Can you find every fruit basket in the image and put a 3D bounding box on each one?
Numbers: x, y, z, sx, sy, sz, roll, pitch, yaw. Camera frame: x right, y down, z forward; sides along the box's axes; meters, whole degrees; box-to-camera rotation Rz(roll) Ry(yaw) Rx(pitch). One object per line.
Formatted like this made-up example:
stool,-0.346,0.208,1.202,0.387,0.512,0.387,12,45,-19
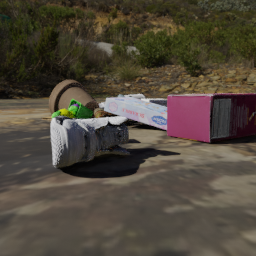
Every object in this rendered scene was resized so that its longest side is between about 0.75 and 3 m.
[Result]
fruit basket,-1.458,-0.205,6.845,1.068,1.068,0.770,-4,19,-30

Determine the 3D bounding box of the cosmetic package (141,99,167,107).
cosmetic package,1.188,-0.858,12.770,0.938,0.939,1.138,-2,8,-16

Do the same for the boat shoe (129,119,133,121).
boat shoe,-0.089,-0.708,12.113,1.666,0.608,0.524,18,-19,-10

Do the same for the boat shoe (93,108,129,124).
boat shoe,-0.572,-0.309,10.527,1.552,0.558,0.528,6,36,-36

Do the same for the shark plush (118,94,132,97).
shark plush,-0.019,-1.041,13.468,1.220,1.119,2.686,-1,8,-10

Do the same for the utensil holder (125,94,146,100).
utensil holder,0.284,-1.428,16.650,1.324,1.125,1.125,-10,12,-40

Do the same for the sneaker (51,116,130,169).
sneaker,-0.617,0.168,5.175,1.328,0.868,2.310,-3,4,-3

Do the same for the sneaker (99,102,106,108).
sneaker,-1.777,-1.298,17.391,0.924,0.604,1.608,0,10,-20

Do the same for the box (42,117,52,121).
box,-3.278,-0.458,12.916,0.879,0.114,1.076,5,10,38

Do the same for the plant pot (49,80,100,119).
plant pot,-1.922,-0.847,10.879,1.516,1.738,1.738,26,22,34

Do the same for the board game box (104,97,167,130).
board game box,0.723,-0.603,10.363,2.431,0.501,2.437,18,13,18

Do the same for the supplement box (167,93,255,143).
supplement box,2.478,-0.375,7.973,2.367,1.222,1.550,-5,9,-36

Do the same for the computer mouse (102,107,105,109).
computer mouse,-0.535,-0.933,15.406,2.471,0.420,0.724,3,7,19
